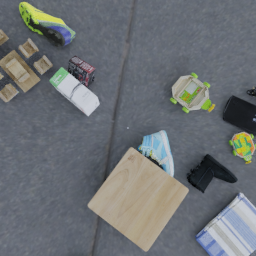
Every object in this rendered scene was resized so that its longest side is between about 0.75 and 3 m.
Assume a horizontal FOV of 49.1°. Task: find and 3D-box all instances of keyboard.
[{"bbox_3d":[5.250,-0.534,10.965,2.767,0.285,1.758,27,88,7],"label":"keyboard"}]

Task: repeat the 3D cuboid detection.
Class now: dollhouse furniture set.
[{"bbox_3d":[-4.655,-2.649,11.051,2.266,1.718,2.586,-41,105,-6],"label":"dollhouse furniture set"}]

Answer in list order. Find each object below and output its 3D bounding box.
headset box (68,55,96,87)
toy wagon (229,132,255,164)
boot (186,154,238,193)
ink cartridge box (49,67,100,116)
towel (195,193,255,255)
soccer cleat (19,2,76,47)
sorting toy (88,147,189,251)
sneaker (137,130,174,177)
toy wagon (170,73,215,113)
[{"bbox_3d":[-1.759,-2.143,10.803,1.086,0.807,0.407,34,54,8],"label":"headset box"},{"bbox_3d":[4.503,0.777,10.828,0.937,0.239,1.208,-17,81,-3],"label":"toy wagon"},{"bbox_3d":[3.092,1.877,10.470,1.566,0.580,1.283,40,80,14],"label":"boot"},{"bbox_3d":[-1.990,-1.342,10.676,1.720,1.255,0.723,40,83,6],"label":"ink cartridge box"},{"bbox_3d":[3.905,3.846,10.285,2.476,0.295,1.818,-42,85,-5],"label":"towel"},{"bbox_3d":[-3.336,-4.314,11.542,2.672,0.864,1.118,38,52,10],"label":"soccer cleat"},{"bbox_3d":[0.364,2.510,10.191,2.571,0.900,2.587,36,82,5],"label":"sorting toy"},{"bbox_3d":[1.013,1.072,10.550,1.201,0.732,1.840,-10,71,-4],"label":"sneaker"},{"bbox_3d":[2.569,-1.238,10.905,1.778,0.352,1.380,40,94,15],"label":"toy wagon"}]
